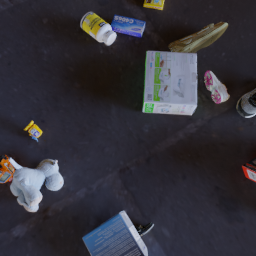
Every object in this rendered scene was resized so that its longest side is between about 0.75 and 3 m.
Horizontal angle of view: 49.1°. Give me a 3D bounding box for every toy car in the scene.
[{"bbox_3d":[-4.030,1.000,10.230,0.847,1.249,2.546,43,82,-20],"label":"toy car"}]

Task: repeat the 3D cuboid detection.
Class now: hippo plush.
[{"bbox_3d":[-3.244,1.808,9.999,1.574,1.560,1.958,-27,87,-40],"label":"hippo plush"}]

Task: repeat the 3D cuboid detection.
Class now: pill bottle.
[{"bbox_3d":[-1.256,-4.270,12.125,1.507,0.844,0.844,40,76,13],"label":"pill bottle"}]

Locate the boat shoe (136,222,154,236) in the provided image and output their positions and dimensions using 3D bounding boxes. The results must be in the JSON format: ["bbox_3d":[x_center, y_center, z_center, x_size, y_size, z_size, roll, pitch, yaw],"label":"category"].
[{"bbox_3d":[0.383,3.577,9.699,1.098,0.415,0.331,-34,81,-11],"label":"boat shoe"}]

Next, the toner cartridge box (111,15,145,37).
[{"bbox_3d":[-0.005,-4.560,12.509,1.431,0.309,0.680,14,72,5],"label":"toner cartridge box"}]

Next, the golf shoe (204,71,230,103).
[{"bbox_3d":[3.636,-1.703,11.490,0.677,0.557,1.479,-12,73,-21],"label":"golf shoe"}]

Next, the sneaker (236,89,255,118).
[{"bbox_3d":[5.268,-1.310,11.064,2.412,0.956,0.892,-36,75,-11],"label":"sneaker"}]

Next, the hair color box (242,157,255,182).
[{"bbox_3d":[5.254,1.246,10.134,1.905,0.967,0.583,-29,107,-10],"label":"hair color box"}]

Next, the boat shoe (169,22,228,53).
[{"bbox_3d":[3.029,-3.865,11.954,2.687,0.980,0.845,-33,79,-3],"label":"boat shoe"}]

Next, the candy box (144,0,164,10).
[{"bbox_3d":[1.331,-6.372,13.168,0.891,0.230,1.743,11,72,1],"label":"candy box"}]

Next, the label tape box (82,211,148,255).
[{"bbox_3d":[-0.261,4.098,9.193,1.558,0.719,2.174,-35,76,6],"label":"label tape box"}]

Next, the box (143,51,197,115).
[{"bbox_3d":[1.662,-1.802,11.145,2.021,1.108,2.291,3,71,1],"label":"box"}]
